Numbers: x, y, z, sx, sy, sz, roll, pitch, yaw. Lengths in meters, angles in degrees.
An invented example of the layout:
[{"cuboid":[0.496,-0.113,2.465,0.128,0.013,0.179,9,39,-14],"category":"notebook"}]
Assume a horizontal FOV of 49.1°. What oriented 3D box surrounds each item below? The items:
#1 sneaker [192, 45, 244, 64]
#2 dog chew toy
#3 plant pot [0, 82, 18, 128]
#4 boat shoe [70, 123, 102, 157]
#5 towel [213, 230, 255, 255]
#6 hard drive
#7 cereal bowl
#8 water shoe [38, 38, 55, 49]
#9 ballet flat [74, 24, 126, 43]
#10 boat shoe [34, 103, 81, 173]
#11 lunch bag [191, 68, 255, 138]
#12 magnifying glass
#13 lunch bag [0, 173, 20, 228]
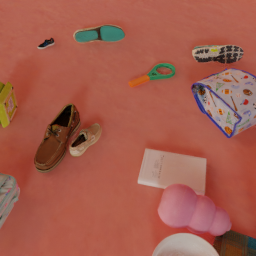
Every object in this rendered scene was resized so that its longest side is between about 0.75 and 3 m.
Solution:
[{"cuboid":[4.562,-3.915,14.248,2.534,0.982,1.009,4,38,4],"category":"sneaker"},{"cuboid":[1.911,2.409,7.986,2.034,1.266,1.266,21,49,8],"category":"dog chew toy"},{"cuboid":[-5.278,-0.985,11.019,1.418,1.563,1.555,6,46,-2],"category":"plant pot"},{"cuboid":[-1.545,0.332,10.381,0.612,0.551,1.697,25,51,22],"category":"boat shoe"},{"cuboid":[3.064,3.373,7.752,1.362,0.148,0.999,16,47,18],"category":"towel"},{"cuboid":[1.523,1.449,9.489,2.149,0.282,1.417,10,47,9],"category":"hard drive"},{"cuboid":[1.442,3.640,7.063,1.788,0.745,1.788,0,47,0],"category":"cereal bowl"},{"cuboid":[-4.507,-4.643,15.280,1.004,0.396,0.359,-32,54,-27],"category":"water shoe"},{"cuboid":[-1.584,-5.312,15.588,2.876,0.970,0.897,-3,34,-4],"category":"ballet flat"},{"cuboid":[-2.628,0.245,10.164,1.036,0.979,2.880,9,47,9],"category":"boat shoe"},{"cuboid":[4.110,-1.194,11.146,2.223,1.619,2.615,-24,59,-21],"category":"lunch bag"},{"cuboid":[1.162,-2.499,13.310,2.582,0.289,1.028,-27,52,-22],"category":"magnifying glass"},{"cuboid":[-4.333,2.259,8.326,1.755,0.844,2.188,9,47,9],"category":"lunch bag"}]
